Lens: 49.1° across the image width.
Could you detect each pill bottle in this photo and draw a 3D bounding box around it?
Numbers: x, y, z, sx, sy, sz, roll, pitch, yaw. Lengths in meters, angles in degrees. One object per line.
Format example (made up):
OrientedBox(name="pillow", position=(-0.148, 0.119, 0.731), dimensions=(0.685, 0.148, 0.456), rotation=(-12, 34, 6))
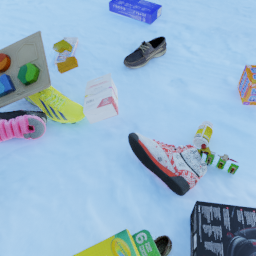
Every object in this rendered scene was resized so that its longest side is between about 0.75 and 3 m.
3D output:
OrientedBox(name="pill bottle", position=(2.226, 0.180, 8.213), dimensions=(0.452, 0.452, 0.804), rotation=(21, 53, 16))

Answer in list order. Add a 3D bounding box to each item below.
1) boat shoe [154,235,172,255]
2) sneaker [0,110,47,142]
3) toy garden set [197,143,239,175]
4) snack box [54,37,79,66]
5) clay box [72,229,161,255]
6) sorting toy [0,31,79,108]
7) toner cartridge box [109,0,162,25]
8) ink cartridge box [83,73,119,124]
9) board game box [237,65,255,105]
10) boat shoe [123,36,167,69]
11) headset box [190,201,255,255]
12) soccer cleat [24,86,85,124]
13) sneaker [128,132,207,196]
OrientedBox(name="boat shoe", position=(0.386, 2.851, 5.932), dimensions=(0.551, 0.552, 1.493), rotation=(32, 57, 24))
OrientedBox(name="sneaker", position=(-3.517, -0.182, 8.400), dimensions=(2.316, 0.915, 1.105), rotation=(2, 30, 0))
OrientedBox(name="toy garden set", position=(2.303, 0.859, 7.343), dimensions=(1.154, 0.962, 0.230), rotation=(23, 69, 19))
OrientedBox(name="snack box", position=(-2.400, -3.035, 11.028), dimensions=(0.607, 0.205, 1.689), rotation=(3, 50, 2))
OrientedBox(name="clay box", position=(-0.555, 3.100, 5.321), dimensions=(2.684, 0.639, 1.542), rotation=(-27, 54, -3))
OrientedBox(name="sorting toy", position=(-2.994, -1.956, 8.417), dimensions=(2.960, 0.396, 2.206), rotation=(-20, 67, 12))
OrientedBox(name="toner cartridge box", position=(0.333, -5.504, 12.890), dimensions=(2.240, 0.484, 1.064), rotation=(26, 54, 19))
OrientedBox(name="ink cartridge box", position=(-0.838, -0.976, 8.854), dimensions=(0.955, 0.553, 1.639), rotation=(-17, 43, 12))
OrientedBox(name="board game box", position=(4.279, -1.403, 9.195), dimensions=(0.943, 0.944, 0.943), rotation=(2, 50, 2))
OrientedBox(name="boat shoe", position=(0.642, -2.944, 10.602), dimensions=(2.026, 0.743, 0.755), rotation=(-34, 58, -25))
OrientedBox(name="headset box", position=(2.540, 2.627, 5.904), dimensions=(2.324, 0.872, 1.727), rotation=(5, 51, 4))
OrientedBox(name="soccer cleat", position=(-2.461, -0.959, 8.734), dimensions=(2.603, 1.089, 0.842), rotation=(27, 55, 21))
OrientedBox(name="sneaker", position=(1.082, 0.709, 7.606), dimensions=(1.182, 0.736, 2.205), rotation=(-33, 61, -26))
